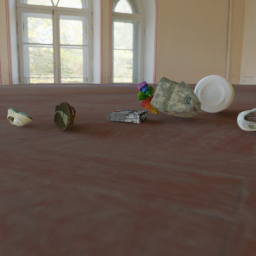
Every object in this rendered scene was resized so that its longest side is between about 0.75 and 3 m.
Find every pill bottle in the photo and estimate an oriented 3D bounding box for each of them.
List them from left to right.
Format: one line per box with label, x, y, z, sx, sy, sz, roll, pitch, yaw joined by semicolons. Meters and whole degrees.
pill bottle;3.785;-1.438;12.075;1.482;1.482;2.663;5;6;22

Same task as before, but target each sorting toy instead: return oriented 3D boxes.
sorting toy;0.879;-1.094;11.106;0.752;0.747;2.169;-34;-21;1

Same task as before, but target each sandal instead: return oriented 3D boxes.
sandal;-1.954;-0.349;8.885;0.569;0.852;2.086;10;-2;-23

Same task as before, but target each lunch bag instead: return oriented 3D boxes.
lunch bag;1.836;-0.992;10.086;1.455;1.209;1.735;24;3;21

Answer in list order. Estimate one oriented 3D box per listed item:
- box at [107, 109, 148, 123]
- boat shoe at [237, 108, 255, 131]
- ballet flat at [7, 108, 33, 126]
box;0.010;-0.444;10.135;1.223;0.304;0.964;6;14;22
boat shoe;4.298;-0.363;7.911;2.226;0.821;0.714;-6;-8;12
ballet flat;-3.562;-0.289;9.114;0.492;0.492;1.416;-10;18;-40
